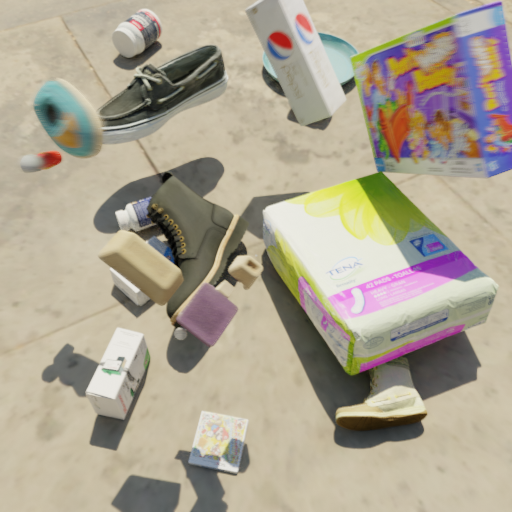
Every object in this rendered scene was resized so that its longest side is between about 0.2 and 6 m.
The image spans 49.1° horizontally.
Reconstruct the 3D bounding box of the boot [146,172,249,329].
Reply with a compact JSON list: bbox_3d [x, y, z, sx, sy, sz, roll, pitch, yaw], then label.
[{"bbox_3d":[-1.561,-0.178,10.771,2.020,1.131,2.920,35,42,-9],"label":"boot"}]

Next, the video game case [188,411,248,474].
[{"bbox_3d":[-0.615,3.077,9.289,0.816,0.103,0.897,9,52,7],"label":"video game case"}]

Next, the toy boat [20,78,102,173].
[{"bbox_3d":[-3.038,-1.824,8.549,1.287,1.531,0.712,48,34,2],"label":"toy boat"}]

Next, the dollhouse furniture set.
[{"bbox_3d":[-1.191,0.311,7.954,1.904,1.351,1.509,39,56,-7],"label":"dollhouse furniture set"}]

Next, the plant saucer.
[{"bbox_3d":[1.551,-5.445,15.836,2.760,0.378,2.760,0,51,0],"label":"plant saucer"}]

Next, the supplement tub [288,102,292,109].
[{"bbox_3d":[1.422,-4.042,14.487,1.035,0.751,0.751,24,56,18],"label":"supplement tub"}]

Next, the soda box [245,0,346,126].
[{"bbox_3d":[0.838,-4.011,11.288,0.818,2.569,0.875,-10,29,40],"label":"soda box"}]

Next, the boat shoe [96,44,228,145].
[{"bbox_3d":[-2.141,-3.581,11.962,3.383,1.200,1.220,-35,57,-21],"label":"boat shoe"}]

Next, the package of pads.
[{"bbox_3d":[2.040,0.159,10.606,2.952,1.303,3.821,-18,45,-14],"label":"package of pads"}]

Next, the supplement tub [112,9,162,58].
[{"bbox_3d":[-3.450,-6.459,16.269,0.932,0.932,1.328,24,55,18],"label":"supplement tub"}]

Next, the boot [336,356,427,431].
[{"bbox_3d":[2.020,2.311,9.613,1.550,0.559,1.199,-4,51,-7],"label":"boot"}]

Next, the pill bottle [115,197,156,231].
[{"bbox_3d":[-2.442,-0.896,12.099,1.092,0.606,0.606,-20,54,-15],"label":"pill bottle"}]

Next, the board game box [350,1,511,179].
[{"bbox_3d":[3.126,-2.791,10.220,0.834,2.503,3.723,-20,14,-11],"label":"board game box"}]

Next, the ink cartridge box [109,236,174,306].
[{"bbox_3d":[-2.178,0.295,11.227,0.869,0.510,1.187,36,59,24],"label":"ink cartridge box"}]

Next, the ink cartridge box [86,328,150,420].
[{"bbox_3d":[-2.331,2.030,9.596,0.532,0.921,1.261,12,54,9],"label":"ink cartridge box"}]
